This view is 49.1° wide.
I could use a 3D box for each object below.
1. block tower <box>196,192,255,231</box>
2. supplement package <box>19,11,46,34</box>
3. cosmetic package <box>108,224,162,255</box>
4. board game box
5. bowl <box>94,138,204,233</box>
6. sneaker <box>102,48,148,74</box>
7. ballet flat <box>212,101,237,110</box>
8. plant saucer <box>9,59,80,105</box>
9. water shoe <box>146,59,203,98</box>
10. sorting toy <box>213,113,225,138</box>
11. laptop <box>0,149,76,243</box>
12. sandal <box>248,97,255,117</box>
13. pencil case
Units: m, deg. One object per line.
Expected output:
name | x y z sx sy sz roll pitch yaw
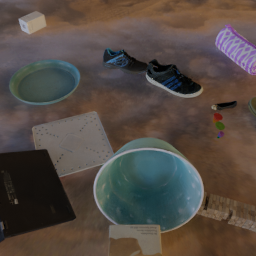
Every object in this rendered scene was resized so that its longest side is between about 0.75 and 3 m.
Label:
block tower | 2.671 2.226 7.539 1.796 0.519 0.485 15 50 12
supplement package | -4.868 -5.403 14.343 0.657 0.659 1.123 31 55 25
cosmetic package | 0.159 3.457 6.172 1.277 0.863 2.428 -1 48 -1
board game box | -1.825 0.555 9.190 2.280 0.295 2.281 -15 50 -14
bowl | 0.533 1.298 7.285 2.629 2.629 1.375 4 27 4
sneaker | -0.115 -2.828 11.834 2.028 0.831 0.743 11 34 7
ballet flat | 3.596 -0.869 10.489 0.993 0.282 0.330 -10 48 -9
plant saucer | -3.298 -1.826 11.300 2.779 0.381 2.779 0 47 0
water shoe | 1.792 -1.957 11.019 2.413 0.952 0.863 22 51 19
sorting toy | 3.112 -0.045 9.733 0.350 0.348 1.009 12 51 -11
laptop | -3.336 2.145 7.667 2.802 1.624 2.623 -4 44 -36
sandal | 5.667 -0.520 9.825 2.774 0.792 1.102 25 52 21
pencil case | 4.978 -3.407 12.224 1.112 1.133 2.650 -21 50 -18
